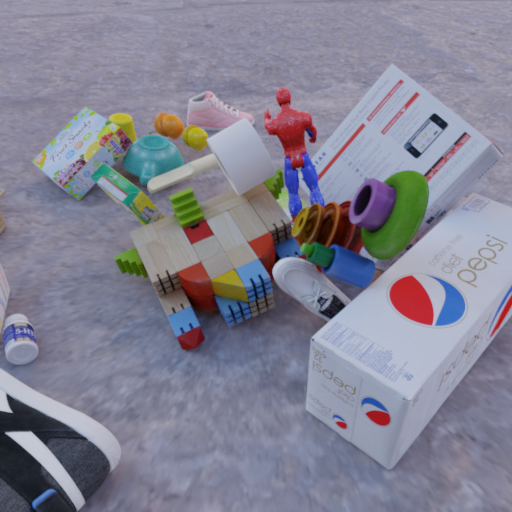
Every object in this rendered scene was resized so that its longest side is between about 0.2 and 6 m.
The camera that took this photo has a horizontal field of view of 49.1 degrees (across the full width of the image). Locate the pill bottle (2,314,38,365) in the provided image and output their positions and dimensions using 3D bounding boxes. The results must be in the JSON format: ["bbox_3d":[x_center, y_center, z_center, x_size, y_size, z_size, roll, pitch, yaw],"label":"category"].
[{"bbox_3d":[-3.718,1.287,8.791,0.463,0.463,0.774,-17,41,-20],"label":"pill bottle"}]

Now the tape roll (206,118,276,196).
[{"bbox_3d":[-0.242,-1.638,9.292,0.741,1.080,1.080,-31,43,-1],"label":"tape roll"}]

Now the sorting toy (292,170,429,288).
[{"bbox_3d":[1.212,-0.411,7.836,1.026,2.500,1.502,21,67,-16],"label":"sorting toy"}]

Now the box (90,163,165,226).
[{"bbox_3d":[-2.214,-0.956,10.113,0.990,1.688,0.408,36,84,18],"label":"box"}]

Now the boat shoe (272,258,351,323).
[{"bbox_3d":[0.984,0.652,8.825,0.623,1.731,0.593,-46,29,4],"label":"boat shoe"}]

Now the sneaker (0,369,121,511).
[{"bbox_3d":[-3.493,2.384,6.836,3.241,1.184,1.813,17,41,18],"label":"sneaker"}]

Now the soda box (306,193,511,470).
[{"bbox_3d":[2.740,0.838,8.443,1.479,1.583,4.647,30,48,32],"label":"soda box"}]

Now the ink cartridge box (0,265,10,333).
[{"bbox_3d":[-4.549,0.575,9.247,0.583,0.990,1.719,-7,40,-9],"label":"ink cartridge box"}]

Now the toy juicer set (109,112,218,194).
[{"bbox_3d":[-1.999,-2.276,12.932,2.158,0.923,3.392,-13,42,-25],"label":"toy juicer set"}]

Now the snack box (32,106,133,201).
[{"bbox_3d":[-3.915,-2.324,12.589,1.523,0.611,1.806,35,79,35],"label":"snack box"}]

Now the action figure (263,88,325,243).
[{"bbox_3d":[0.694,-1.625,9.525,0.837,2.565,1.269,-11,26,7],"label":"action figure"}]

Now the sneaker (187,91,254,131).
[{"bbox_3d":[-0.948,-3.845,14.832,1.810,0.946,0.681,-1,37,-2],"label":"sneaker"}]

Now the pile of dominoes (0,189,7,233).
[{"bbox_3d":[-6.616,-0.504,11.280,2.943,0.469,2.294,-2,39,11],"label":"pile of dominoes"}]

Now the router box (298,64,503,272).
[{"bbox_3d":[2.372,-1.548,9.909,0.674,2.761,2.478,14,33,-51],"label":"router box"}]

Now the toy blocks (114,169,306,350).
[{"bbox_3d":[-0.511,0.111,9.348,3.301,1.650,2.257,-24,52,-11],"label":"toy blocks"}]

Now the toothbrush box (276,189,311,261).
[{"bbox_3d":[0.607,-0.550,10.924,1.121,0.663,1.539,-23,45,-24],"label":"toothbrush box"}]
